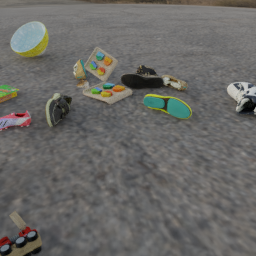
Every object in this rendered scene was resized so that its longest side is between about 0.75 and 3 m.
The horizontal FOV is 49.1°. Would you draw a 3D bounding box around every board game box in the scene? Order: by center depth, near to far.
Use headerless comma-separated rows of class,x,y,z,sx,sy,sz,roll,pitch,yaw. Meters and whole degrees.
board game box,-6.922,-1.526,14.081,1.277,0.401,2.673,20,39,29

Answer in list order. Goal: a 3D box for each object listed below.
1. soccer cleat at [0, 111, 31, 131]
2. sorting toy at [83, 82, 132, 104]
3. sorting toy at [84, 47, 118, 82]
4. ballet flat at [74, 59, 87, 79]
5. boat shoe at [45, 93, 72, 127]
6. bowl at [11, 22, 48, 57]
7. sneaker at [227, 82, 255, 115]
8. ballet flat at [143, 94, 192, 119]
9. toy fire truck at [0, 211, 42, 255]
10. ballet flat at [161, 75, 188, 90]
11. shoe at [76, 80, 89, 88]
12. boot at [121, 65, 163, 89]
soccer cleat,-5.007,-0.340,11.787,1.766,0.675,0.589,-7,32,-12
sorting toy,-1.077,-1.951,14.782,2.021,0.369,1.870,24,39,34
sorting toy,-1.223,-2.866,12.572,1.224,1.133,0.223,36,8,9
ballet flat,-3.025,-3.630,17.258,0.732,0.797,2.322,-18,32,-2
boat shoe,-3.031,-0.917,12.497,0.872,0.948,2.653,-6,27,0
bowl,-6.835,-6.125,20.311,2.799,1.506,2.799,-8,63,15
sneaker,5.390,-1.376,13.133,1.701,1.043,2.614,-10,41,-32
ballet flat,1.916,-1.109,12.998,2.534,0.847,0.849,20,26,32
toy fire truck,-2.761,2.663,6.868,0.958,0.700,1.088,-21,26,-30
ballet flat,2.411,-2.518,15.440,1.807,0.637,0.590,21,24,33
shoe,-1.668,-1.595,10.370,0.337,0.257,0.963,-47,24,-11
boot,0.706,-2.956,15.968,2.369,0.867,1.784,0,32,-7
